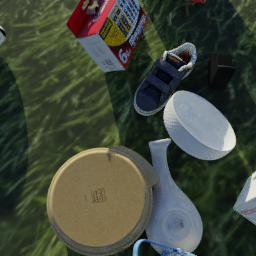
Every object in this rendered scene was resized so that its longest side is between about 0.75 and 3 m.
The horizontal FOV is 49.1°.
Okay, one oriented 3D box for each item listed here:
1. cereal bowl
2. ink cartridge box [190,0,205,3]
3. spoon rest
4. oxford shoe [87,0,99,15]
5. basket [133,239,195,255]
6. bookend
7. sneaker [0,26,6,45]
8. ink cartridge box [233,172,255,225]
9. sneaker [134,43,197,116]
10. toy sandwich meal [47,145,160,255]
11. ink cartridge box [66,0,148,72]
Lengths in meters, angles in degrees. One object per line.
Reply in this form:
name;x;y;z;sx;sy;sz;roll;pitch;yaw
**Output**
cereal bowl;1.803;0.027;7.590;2.118;0.882;2.118;23;39;-20
ink cartridge box;1.827;-6.061;10.635;2.687;1.113;1.972;12;66;5
spoon rest;1.053;1.774;7.204;1.434;0.875;2.886;-8;78;-2
oxford shoe;-0.978;-3.664;8.469;0.281;0.265;0.751;11;60;11
basket;0.949;3.455;5.811;2.081;1.448;1.835;23;62;-23
bookend;2.885;-1.957;8.680;0.531;1.146;1.153;6;64;2
sneaker;-5.669;-3.192;9.303;2.625;1.058;1.922;-33;73;-9
ink cartridge box;3.956;2.041;6.391;2.510;1.823;1.046;34;69;15
sneaker;1.129;-1.588;8.574;1.047;1.060;2.670;35;71;14
toy sandwich meal;-0.630;1.730;7.091;2.860;0.980;2.860;-1;67;2
ink cartridge box;-0.553;-3.304;8.743;0.968;2.026;2.308;2;60;37
